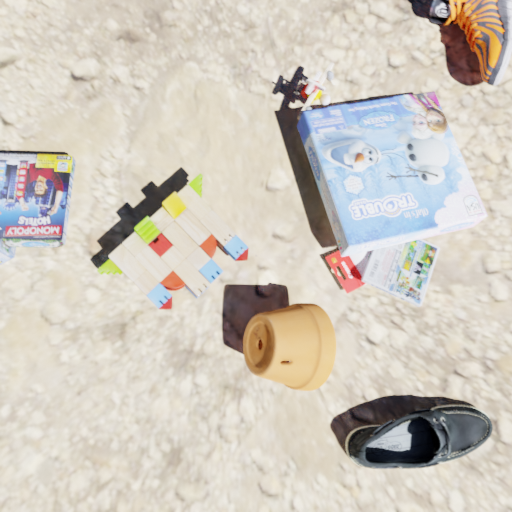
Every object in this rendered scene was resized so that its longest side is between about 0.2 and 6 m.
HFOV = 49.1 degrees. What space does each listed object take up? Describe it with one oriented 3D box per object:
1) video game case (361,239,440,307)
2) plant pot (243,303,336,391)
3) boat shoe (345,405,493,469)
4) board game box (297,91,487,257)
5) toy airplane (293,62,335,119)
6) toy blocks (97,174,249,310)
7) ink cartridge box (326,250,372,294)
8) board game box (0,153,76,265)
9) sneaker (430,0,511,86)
[{"bbox_3d":[2.721,0.152,10.516,1.184,0.143,1.299,25,67,2],"label":"video game case"},{"bbox_3d":[0.475,1.528,9.484,1.057,1.510,1.510,7,72,-32],"label":"plant pot"},{"bbox_3d":[2.856,3.114,9.523,2.587,0.858,0.967,-5,78,-1],"label":"boat shoe"},{"bbox_3d":[2.561,-1.649,10.747,2.852,0.619,2.838,-13,74,-13],"label":"board game box"},{"bbox_3d":[1.183,-3.209,10.939,0.685,0.971,0.966,32,45,-16],"label":"toy airplane"},{"bbox_3d":[-1.370,0.018,10.345,2.574,1.286,1.759,-44,90,-12],"label":"toy blocks"},{"bbox_3d":[1.968,0.127,10.611,1.036,0.260,0.834,-25,76,-19],"label":"ink cartridge box"},{"bbox_3d":[-4.681,-0.764,10.693,2.318,0.715,2.317,2,76,0],"label":"board game box"},{"bbox_3d":[4.446,-4.810,11.737,1.619,1.121,2.889,7,64,6],"label":"sneaker"}]
